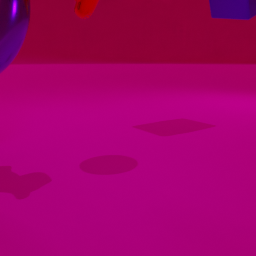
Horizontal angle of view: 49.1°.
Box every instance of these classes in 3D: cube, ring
[{"bbox_3d":[3.031,-3.770,7.442,1.277,1.277,1.277,-34,36,-18],"label":"cube"},{"bbox_3d":[-2.286,-1.636,4.068,2.029,2.029,0.406,6,1,21],"label":"ring"}]

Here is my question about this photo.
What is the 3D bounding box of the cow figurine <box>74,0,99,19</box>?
[{"bbox_3d":[-0.505,-2.386,3.978,1.566,1.541,0.860,16,45,-30],"label":"cow figurine"}]
